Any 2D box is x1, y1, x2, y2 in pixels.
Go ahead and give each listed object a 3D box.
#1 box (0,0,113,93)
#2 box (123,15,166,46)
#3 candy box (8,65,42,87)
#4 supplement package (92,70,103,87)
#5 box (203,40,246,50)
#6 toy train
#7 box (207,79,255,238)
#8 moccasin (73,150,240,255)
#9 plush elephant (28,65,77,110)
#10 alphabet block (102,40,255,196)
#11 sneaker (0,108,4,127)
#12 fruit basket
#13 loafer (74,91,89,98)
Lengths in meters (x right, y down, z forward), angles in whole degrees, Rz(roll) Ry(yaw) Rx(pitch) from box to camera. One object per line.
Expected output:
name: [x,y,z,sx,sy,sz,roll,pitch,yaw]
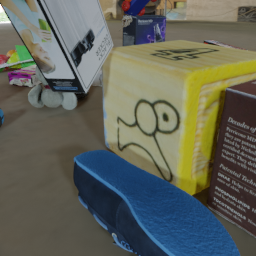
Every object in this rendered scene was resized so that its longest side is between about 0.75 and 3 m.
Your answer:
box: [-1.100,-1.893,4.347,0.735,2.445,1.426,6,51,22]
box: [0.810,-4.495,14.530,1.880,2.540,1.325,-14,29,-28]
candy box: [-4.136,-2.303,12.251,1.210,0.541,1.774,9,27,19]
supplement package: [-0.925,-2.063,11.693,1.006,0.588,0.590,9,27,18]
box: [3.702,-2.453,11.192,0.503,1.728,2.524,-5,25,-11]
toy train: [0.061,-3.890,8.466,0.746,1.020,1.763,-1,-21,-39]
box: [2.651,0.482,4.405,1.860,2.242,1.841,-18,31,-34]
moccasin: [0.234,1.312,4.161,1.206,1.022,2.997,-9,27,-35]
plush elephant: [-2.372,-1.431,9.401,1.766,1.660,2.144,13,20,6]
alphabet block: [1.143,-0.440,6.079,2.533,2.520,2.580,-19,32,-30]
sneaker: [-4.372,-0.069,7.184,0.959,0.857,2.342,17,30,31]
fruit basket: [-5.907,-3.312,14.103,2.524,1.183,2.338,-24,31,-13]
loafer: [-2.317,-1.726,10.677,0.869,0.849,2.379,-19,31,-34]
